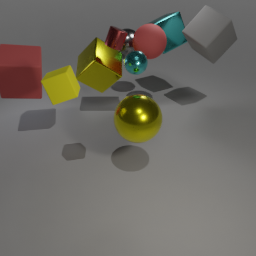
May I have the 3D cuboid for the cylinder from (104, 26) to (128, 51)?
[{"bbox_3d":[-0.456,-3.373,10.535,0.700,0.700,0.700,20,24,-9],"label":"cylinder"}]

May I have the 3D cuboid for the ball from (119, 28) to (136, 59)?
[{"bbox_3d":[-0.046,-3.963,13.234,1.400,1.400,1.400,0,32,0],"label":"ball"}]

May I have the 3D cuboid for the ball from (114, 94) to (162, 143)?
[{"bbox_3d":[0.286,-0.267,8.039,1.400,1.400,1.400,0,32,0],"label":"ball"}]

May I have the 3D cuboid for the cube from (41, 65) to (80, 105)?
[{"bbox_3d":[-1.730,-1.125,7.306,0.700,0.700,0.700,-18,27,6],"label":"cube"}]

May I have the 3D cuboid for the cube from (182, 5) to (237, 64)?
[{"bbox_3d":[3.347,-3.787,11.442,1.400,1.400,1.400,49,11,32],"label":"cube"}]

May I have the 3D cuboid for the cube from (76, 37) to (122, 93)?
[{"bbox_3d":[-1.200,-2.603,11.771,1.400,1.400,1.400,24,50,-34],"label":"cube"}]

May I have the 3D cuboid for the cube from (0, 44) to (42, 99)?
[{"bbox_3d":[-3.824,-2.012,10.035,1.400,1.400,1.400,-1,45,-16],"label":"cube"}]

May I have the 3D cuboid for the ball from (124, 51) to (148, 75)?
[{"bbox_3d":[0.237,-1.934,8.318,0.700,0.700,0.700,0,32,0],"label":"ball"}]

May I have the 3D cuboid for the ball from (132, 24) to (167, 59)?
[{"bbox_3d":[0.884,-3.550,11.536,1.400,1.400,1.400,0,32,0],"label":"ball"}]

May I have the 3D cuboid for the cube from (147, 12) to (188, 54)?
[{"bbox_3d":[1.760,-4.456,13.167,1.400,1.400,1.400,-29,23,-8],"label":"cube"}]
